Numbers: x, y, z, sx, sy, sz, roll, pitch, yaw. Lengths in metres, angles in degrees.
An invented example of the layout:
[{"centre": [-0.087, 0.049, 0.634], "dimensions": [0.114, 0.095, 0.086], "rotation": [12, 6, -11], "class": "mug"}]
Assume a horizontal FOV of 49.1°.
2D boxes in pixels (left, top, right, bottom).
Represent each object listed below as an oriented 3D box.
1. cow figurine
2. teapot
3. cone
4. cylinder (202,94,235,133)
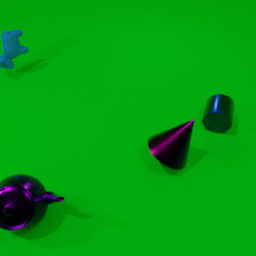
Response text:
[{"centre": [-3.571, -2.323, 8.345], "dimensions": [1.094, 1.112, 0.610], "rotation": [-26, 32, -26], "class": "cow figurine"}, {"centre": [-1.990, 1.396, 5.150], "dimensions": [1.733, 0.848, 1.077], "rotation": [-9, 88, -4], "class": "teapot"}, {"centre": [1.129, 0.179, 6.063], "dimensions": [1.035, 1.039, 1.035], "rotation": [23, 35, -17], "class": "cone"}, {"centre": [2.277, -0.367, 7.034], "dimensions": [0.710, 0.710, 0.710], "rotation": [14, 50, 13], "class": "cylinder"}]
